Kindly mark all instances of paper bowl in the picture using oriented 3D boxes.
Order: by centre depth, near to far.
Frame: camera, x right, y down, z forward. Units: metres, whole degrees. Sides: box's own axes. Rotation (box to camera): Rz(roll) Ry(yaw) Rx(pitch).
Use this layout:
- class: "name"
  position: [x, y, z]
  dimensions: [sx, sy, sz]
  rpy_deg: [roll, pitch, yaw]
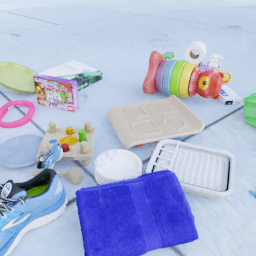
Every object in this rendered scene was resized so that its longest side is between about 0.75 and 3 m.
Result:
- class: "paper bowl"
  position: [-0.263, 1.170, 7.437]
  dimensions: [1.248, 0.649, 1.248]
  rpy_deg: [2, 31, -1]

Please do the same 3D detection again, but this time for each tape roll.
- class: "tape roll"
  position: [2.748, -3.076, 11.383]
  dimensions: [0.782, 0.782, 0.537]
  rpy_deg: [12, 38, 19]

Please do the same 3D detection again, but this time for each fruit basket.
- class: "fruit basket"
  position: [5.472, -0.661, 9.747]
  dimensions: [2.308, 1.664, 2.308]
  rpy_deg: [-11, 18, 4]

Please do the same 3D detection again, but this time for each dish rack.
- class: "dish rack"
  position: [1.731, 1.135, 7.685]
  dimensions: [2.219, 0.483, 1.904]
  rpy_deg: [11, 32, 17]

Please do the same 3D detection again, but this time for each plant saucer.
- class: "plant saucer"
  position: [-4.890, -2.185, 12.454]
  dimensions: [2.362, 0.367, 2.362]
  rpy_deg: [23, 29, -13]

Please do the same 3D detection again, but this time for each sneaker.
- class: "sneaker"
  position: [-2.606, 1.769, 5.845]
  dimensions: [1.153, 1.309, 2.936]
  rpy_deg: [19, 36, 31]
- class: "sneaker"
  position: [-2.110, 0.798, 7.479]
  dimensions: [0.392, 0.997, 0.445]
  rpy_deg: [49, 25, 25]

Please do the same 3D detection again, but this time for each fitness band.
- class: "fitness band"
  position: [-4.232, -0.548, 10.603]
  dimensions: [1.266, 0.330, 1.763]
  rpy_deg: [1, 33, -3]

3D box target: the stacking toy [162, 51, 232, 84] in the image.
- class: "stacking toy"
  position: [3.133, -2.764, 12.967]
  dimensions: [2.968, 0.697, 2.238]
  rpy_deg: [12, -2, 29]

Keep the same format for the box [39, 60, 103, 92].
- class: "box"
  position: [-2.725, -2.383, 13.155]
  dimensions: [1.901, 0.479, 2.634]
  rpy_deg: [26, 40, 22]

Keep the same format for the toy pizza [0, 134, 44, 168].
- class: "toy pizza"
  position: [-3.195, 0.725, 8.562]
  dimensions: [1.619, 0.256, 1.619]
  rpy_deg: [0, 33, 0]

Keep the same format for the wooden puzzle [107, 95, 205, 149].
- class: "wooden puzzle"
  position: [0.855, -0.183, 9.756]
  dimensions: [2.726, 0.631, 2.525]
  rpy_deg: [-14, 34, -13]

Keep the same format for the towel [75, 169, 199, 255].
- class: "towel"
  position: [0.139, 1.809, 6.078]
  dimensions: [2.422, 0.600, 1.789]
  rpy_deg: [-11, 48, -11]

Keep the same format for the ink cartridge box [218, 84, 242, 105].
- class: "ink cartridge box"
  position: [4.193, -1.453, 12.062]
  dimensions: [0.742, 0.292, 1.492]
  rpy_deg: [-4, 33, -6]

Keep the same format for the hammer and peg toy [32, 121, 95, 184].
- class: "hammer and peg toy"
  position: [-1.851, 0.617, 8.219]
  dimensions: [1.645, 0.789, 2.236]
  rpy_deg: [0, 32, -1]

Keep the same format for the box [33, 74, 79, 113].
- class: "box"
  position: [-2.822, -1.373, 11.019]
  dimensions: [1.816, 1.243, 0.355]
  rpy_deg: [13, 34, 20]

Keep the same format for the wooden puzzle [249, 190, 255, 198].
- class: "wooden puzzle"
  position: [3.946, 1.700, 7.065]
  dimensions: [1.471, 0.172, 0.992]
  rpy_deg: [-8, 32, -12]

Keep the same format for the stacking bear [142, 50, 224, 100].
- class: "stacking bear"
  position: [2.383, -1.985, 11.611]
  dimensions: [2.974, 1.806, 1.691]
  rpy_deg: [16, 5, 25]
